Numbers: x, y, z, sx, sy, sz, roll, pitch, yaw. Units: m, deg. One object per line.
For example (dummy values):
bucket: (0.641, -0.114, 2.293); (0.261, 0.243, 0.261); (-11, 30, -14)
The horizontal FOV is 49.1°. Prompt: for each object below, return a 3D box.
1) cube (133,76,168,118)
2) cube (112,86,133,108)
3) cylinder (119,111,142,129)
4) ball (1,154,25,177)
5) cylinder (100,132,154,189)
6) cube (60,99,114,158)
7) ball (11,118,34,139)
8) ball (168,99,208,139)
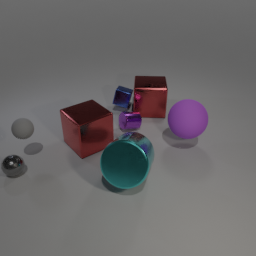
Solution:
cube: (0.965, -1.395, 12.383); (1.400, 1.400, 1.400); (2, 33, 2)
cube: (-0.225, -1.398, 12.522); (0.700, 0.700, 0.700); (17, 25, 2)
cylinder: (0.083, -0.307, 11.216); (0.700, 0.700, 0.700); (-3, 30, -29)
ball: (-3.670, 1.196, 8.943); (0.700, 0.700, 0.700); (0, 32, 0)
cylinder: (0.023, 0.915, 8.363); (1.400, 1.400, 1.400); (7, 10, 11)
cube: (-1.476, -0.009, 10.197); (1.400, 1.400, 1.400); (-22, 39, -31)
ball: (-3.412, 0.022, 9.086); (0.700, 0.700, 0.700); (0, 32, 0)
ball: (2.101, -0.313, 9.853); (1.400, 1.400, 1.400); (0, 32, 0)
